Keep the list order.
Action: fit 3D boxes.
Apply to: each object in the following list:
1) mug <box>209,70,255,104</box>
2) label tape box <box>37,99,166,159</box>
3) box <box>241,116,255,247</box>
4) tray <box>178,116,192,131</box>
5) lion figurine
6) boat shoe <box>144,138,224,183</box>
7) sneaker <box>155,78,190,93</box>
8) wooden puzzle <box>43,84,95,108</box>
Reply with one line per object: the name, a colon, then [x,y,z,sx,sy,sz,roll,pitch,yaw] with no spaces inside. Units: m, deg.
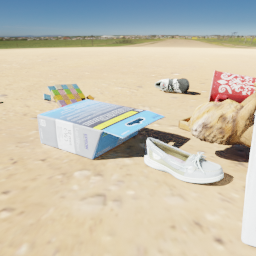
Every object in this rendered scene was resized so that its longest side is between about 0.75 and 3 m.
mug: [3.842,-1.169,9.928,1.803,1.600,1.203,10,-15,15]
label tape box: [-0.609,0.014,6.555,2.443,0.808,1.750,15,25,32]
box: [3.006,0.076,3.300,2.815,2.800,1.840,8,21,22]
tray: [2.122,-0.173,7.898,1.403,0.260,0.692,-19,27,-41]
lion figurine: [2.478,0.094,5.307,2.457,1.505,0.890,32,29,3]
boat shoe: [1.001,0.599,5.268,1.603,0.514,0.591,16,25,38]
sneaker: [1.839,-1.786,12.002,0.786,0.658,1.775,-12,13,-32]
wooden puzzle: [-1.865,-0.988,9.138,1.918,0.135,1.137,-13,61,-47]
